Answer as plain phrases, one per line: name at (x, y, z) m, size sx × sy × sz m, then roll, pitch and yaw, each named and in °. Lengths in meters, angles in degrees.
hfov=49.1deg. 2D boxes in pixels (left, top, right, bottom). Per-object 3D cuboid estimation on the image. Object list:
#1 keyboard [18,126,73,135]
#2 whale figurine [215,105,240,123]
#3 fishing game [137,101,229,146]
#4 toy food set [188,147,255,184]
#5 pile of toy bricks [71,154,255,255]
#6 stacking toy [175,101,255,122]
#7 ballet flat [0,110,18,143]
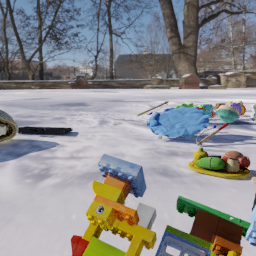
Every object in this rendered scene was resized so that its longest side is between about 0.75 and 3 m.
keyboard at (-2.247, 0.069, 7.324) m, size 1.410 × 0.181 × 0.847 m, roll 1°, pitch 3°, yaw 10°
whale figurine at (3.314, -0.394, 9.401) m, size 0.810 × 0.528 × 1.018 m, roll 17°, pitch -9°, yaw 12°
fishing game at (1.231, -0.102, 6.908) m, size 1.547 × 0.336 × 2.161 m, roll -29°, pitch 35°, yaw -30°
toy food set at (1.466, 0.482, 4.229) m, size 1.124 × 0.367 × 0.661 m, roll 7°, pitch 12°, yaw 36°
pile of toy bricks at (0.360, 0.823, 1.382) m, size 1.769 × 0.981 × 0.873 m, roll 15°, pitch 54°, yaw 22°
stacking toy at (3.246, -0.581, 10.072) m, size 2.741 × 0.644 × 2.067 m, roll -2°, pitch 8°, yaw 0°
ballet flat at (-3.585, 0.009, 5.528) m, size 2.825 × 0.953 × 0.881 m, roll -10°, pitch 23°, yaw -43°
